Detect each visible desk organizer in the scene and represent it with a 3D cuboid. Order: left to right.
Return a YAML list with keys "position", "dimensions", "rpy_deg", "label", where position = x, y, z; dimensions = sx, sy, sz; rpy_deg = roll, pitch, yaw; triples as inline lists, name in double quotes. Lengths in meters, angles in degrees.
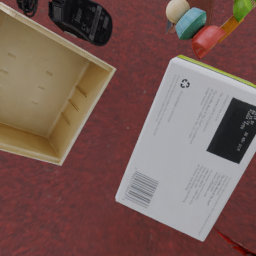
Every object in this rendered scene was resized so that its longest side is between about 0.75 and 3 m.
- position: [1.633, -3.595, 6.902]
  dimensions: [0.946, 0.881, 2.457]
  rpy_deg: [7, 97, -3]
  label: "desk organizer"

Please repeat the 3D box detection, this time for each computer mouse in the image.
- position: [-1.374, -3.223, 6.748]
  dimensions: [0.639, 2.777, 1.950]
  rpy_deg: [15, 95, 38]
  label: "computer mouse"

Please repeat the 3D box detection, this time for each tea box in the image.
- position: [1.139, 0.115, 5.131]
  dimensions: [1.627, 2.395, 2.434]
  rpy_deg: [24, 109, 7]
  label: "tea box"

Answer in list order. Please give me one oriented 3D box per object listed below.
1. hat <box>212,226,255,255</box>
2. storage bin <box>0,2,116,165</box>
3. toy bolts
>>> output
- position: [1.959, 2.231, 4.468]
  dimensions: [1.739, 2.099, 1.848]
  rpy_deg: [-38, 103, -49]
  label: "hat"
- position: [-1.956, -0.793, 5.589]
  dimensions: [2.406, 2.388, 1.127]
  rpy_deg: [-59, 40, 10]
  label: "storage bin"
- position: [1.617, -2.370, 5.698]
  dimensions: [1.767, 1.688, 1.226]
  rpy_deg: [-42, 88, -6]
  label: "toy bolts"
